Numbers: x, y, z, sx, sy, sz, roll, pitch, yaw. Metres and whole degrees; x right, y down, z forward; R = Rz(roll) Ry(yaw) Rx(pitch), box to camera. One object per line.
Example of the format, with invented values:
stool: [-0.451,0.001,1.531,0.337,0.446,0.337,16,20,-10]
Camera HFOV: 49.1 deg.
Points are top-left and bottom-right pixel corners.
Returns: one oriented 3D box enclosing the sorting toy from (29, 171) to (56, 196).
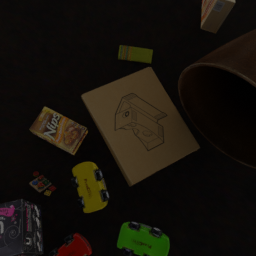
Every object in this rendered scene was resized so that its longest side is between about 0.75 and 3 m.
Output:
sorting toy: [-2.036,1.293,6.571,0.751,0.127,0.362,32,37,20]

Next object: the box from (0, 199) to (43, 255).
box: [-2.750,2.226,5.841,1.646,0.945,1.088,-13,64,3]

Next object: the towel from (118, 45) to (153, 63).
towel: [0.199,-1.988,7.582,0.912,0.082,0.392,8,86,1]

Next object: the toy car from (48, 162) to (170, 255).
toy car: [-0.325,2.226,6.061,2.452,0.581,2.606,15,86,10]

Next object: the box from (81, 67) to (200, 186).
box: [0.299,-0.121,6.655,1.963,0.255,2.401,-25,78,-20]

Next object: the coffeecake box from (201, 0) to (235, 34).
coffeecake box: [2.294,-3.240,7.209,0.448,0.940,1.225,16,57,-6]

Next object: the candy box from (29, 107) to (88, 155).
candy box: [-1.697,0.067,6.922,1.219,0.337,0.704,27,72,6]

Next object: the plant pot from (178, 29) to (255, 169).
plant pot: [3.151,-1.083,6.126,2.978,2.783,2.783,-41,79,-15]
